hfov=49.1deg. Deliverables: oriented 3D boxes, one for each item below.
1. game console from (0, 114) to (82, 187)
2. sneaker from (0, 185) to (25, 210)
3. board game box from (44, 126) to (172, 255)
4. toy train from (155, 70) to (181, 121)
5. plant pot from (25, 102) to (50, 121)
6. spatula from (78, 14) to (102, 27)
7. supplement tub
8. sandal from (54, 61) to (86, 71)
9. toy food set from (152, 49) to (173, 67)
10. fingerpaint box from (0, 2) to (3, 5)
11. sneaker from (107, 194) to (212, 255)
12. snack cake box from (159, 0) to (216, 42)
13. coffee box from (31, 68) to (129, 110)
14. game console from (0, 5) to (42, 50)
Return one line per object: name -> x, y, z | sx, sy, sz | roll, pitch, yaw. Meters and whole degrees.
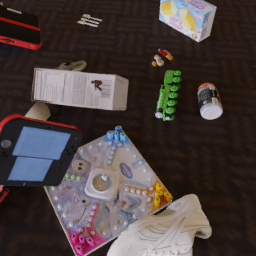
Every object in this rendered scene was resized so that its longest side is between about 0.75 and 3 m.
game console -> -2.127, 0.621, 6.454 | 1.980, 1.751, 0.307 | 14, 16, -44
sneaker -> -3.497, 1.469, 7.229 | 1.043, 0.886, 2.404 | 24, 57, 19
board game box -> -0.695, 1.462, 7.561 | 2.803, 0.363, 2.803 | -26, 57, -18
toy train -> 1.382, -1.158, 9.518 | 0.633, 0.468, 2.243 | 5, 52, 17
plant pot -> -2.790, -0.438, 8.815 | 0.567, 0.844, 0.844 | 38, 55, -14
spatula -> -1.683, -4.800, 12.503 | 0.958, 0.077, 0.666 | 18, 54, 13
supplement tub -> 2.651, -0.897, 9.151 | 0.685, 0.685, 1.119 | 0, 54, 0
sandal -> -2.242, -2.259, 10.355 | 1.442, 0.412, 0.573 | -27, 57, -19
toy food set -> 1.249, -2.720, 10.680 | 0.958, 0.457, 0.431 | -29, 57, -23
fingerpaint box -> -5.456, -4.215, 11.363 | 0.518, 1.179, 1.413 | 10, 54, 7
sneaker -> 0.815, 2.584, 6.331 | 2.645, 1.031, 1.314 | -25, 60, -16
snack cake box -> 2.418, -4.772, 11.699 | 0.772, 1.322, 2.298 | -36, 60, -24
coffee box -> -1.381, -1.128, 8.350 | 2.489, 1.407, 0.994 | 7, 95, 15
game console -> -4.455, -3.997, 11.014 | 2.034, 0.316, 1.799 | 5, 57, -37
